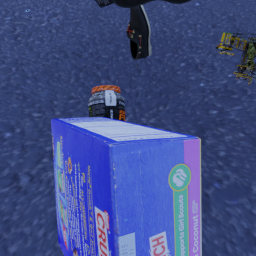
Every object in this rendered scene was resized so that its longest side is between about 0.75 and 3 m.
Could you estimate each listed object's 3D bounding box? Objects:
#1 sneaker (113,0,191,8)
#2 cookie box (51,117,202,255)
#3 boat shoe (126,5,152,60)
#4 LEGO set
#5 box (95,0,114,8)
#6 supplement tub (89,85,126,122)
[{"bbox_3d":[0.527,-2.734,5.089,1.659,0.694,1.002,-4,59,2],"label":"sneaker"},{"bbox_3d":[-0.233,1.021,3.568,0.958,2.180,2.549,-6,9,-25],"label":"cookie box"},{"bbox_3d":[0.260,-2.546,7.515,0.565,1.803,0.660,-23,59,-6],"label":"boat shoe"},{"bbox_3d":[3.134,-1.626,6.908,1.525,1.149,1.984,2,15,-39],"label":"LEGO set"},{"bbox_3d":[-0.006,-4.981,8.250,2.696,1.430,1.648,-17,92,10],"label":"box"},{"bbox_3d":[-0.390,-0.189,5.305,0.696,0.696,1.137,-3,84,-3],"label":"supplement tub"}]
